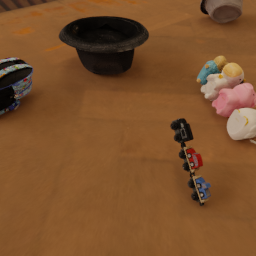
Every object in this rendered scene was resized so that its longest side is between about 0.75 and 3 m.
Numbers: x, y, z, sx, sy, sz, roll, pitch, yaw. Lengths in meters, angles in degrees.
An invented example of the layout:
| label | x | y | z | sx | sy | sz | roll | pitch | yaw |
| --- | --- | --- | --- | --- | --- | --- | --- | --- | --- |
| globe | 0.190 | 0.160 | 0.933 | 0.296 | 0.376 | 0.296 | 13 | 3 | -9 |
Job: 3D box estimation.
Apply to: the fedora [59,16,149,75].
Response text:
| label | x | y | z | sx | sy | sz | roll | pitch | yaw |
| --- | --- | --- | --- | --- | --- | --- | --- | --- | --- |
| fedora | -0.735 | -2.567 | 8.990 | 2.899 | 1.324 | 2.899 | -2 | 40 | 1 |

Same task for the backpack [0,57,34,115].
| label | x | y | z | sx | sy | sz | roll | pitch | yaw |
| --- | --- | --- | --- | --- | --- | --- | --- | --- | --- |
| backpack | -3.396 | -1.191 | 7.639 | 1.502 | 1.107 | 1.645 | 31 | 51 | 30 |

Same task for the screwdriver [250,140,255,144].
| label | x | y | z | sx | sy | sz | roll | pitch | yaw |
| --- | --- | --- | --- | --- | --- | --- | --- | --- | --- |
| screwdriver | 3.715 | 0.753 | 6.062 | 2.202 | 0.307 | 0.320 | 27 | 19 | 23 |

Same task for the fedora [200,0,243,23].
| label | x | y | z | sx | sy | sz | roll | pitch | yaw |
| --- | --- | --- | --- | --- | --- | --- | --- | --- | --- |
| fedora | 4.169 | -5.168 | 11.877 | 2.206 | 1.951 | 0.996 | -1 | 70 | -38 |

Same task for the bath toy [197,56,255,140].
| label | x | y | z | sx | sy | sz | roll | pitch | yaw |
| --- | --- | --- | --- | --- | --- | --- | --- | --- | --- |
| bath toy | 2.813 | -0.800 | 7.338 | 1.000 | 1.177 | 2.707 | 11 | 42 | -23 |

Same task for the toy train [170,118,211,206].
| label | x | y | z | sx | sy | sz | roll | pitch | yaw |
| --- | --- | --- | --- | --- | --- | --- | --- | --- | --- |
| toy train | 1.275 | 0.644 | 5.550 | 0.303 | 0.406 | 1.775 | -1 | 72 | -53 |
